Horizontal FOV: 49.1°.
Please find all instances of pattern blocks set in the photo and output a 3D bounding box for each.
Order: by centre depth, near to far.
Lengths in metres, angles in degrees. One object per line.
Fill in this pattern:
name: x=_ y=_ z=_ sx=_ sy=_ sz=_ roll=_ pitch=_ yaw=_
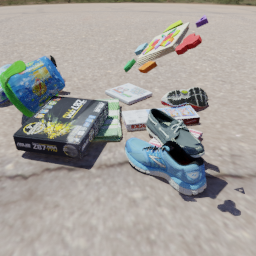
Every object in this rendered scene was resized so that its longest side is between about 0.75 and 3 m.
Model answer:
pattern blocks set: x=0.826 y=-1.981 z=6.616 sx=2.267 sy=0.184 sz=1.993 roll=-19 pitch=33 yaw=40

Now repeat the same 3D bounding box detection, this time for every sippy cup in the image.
sippy cup: x=-3.621 y=-1.753 z=11.045 sx=1.913 sy=2.050 sz=2.611 roll=-32 pitch=19 yaw=2

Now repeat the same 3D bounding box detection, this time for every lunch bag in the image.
lunch bag: x=-5.634 y=-2.022 z=12.815 sx=1.564 sy=0.802 sz=1.945 roll=24 pitch=59 yaw=30

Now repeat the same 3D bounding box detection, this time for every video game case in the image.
video game case: x=0.029 y=-1.649 z=13.269 sx=1.544 sy=0.201 sz=1.696 roll=-25 pitch=38 yaw=-35

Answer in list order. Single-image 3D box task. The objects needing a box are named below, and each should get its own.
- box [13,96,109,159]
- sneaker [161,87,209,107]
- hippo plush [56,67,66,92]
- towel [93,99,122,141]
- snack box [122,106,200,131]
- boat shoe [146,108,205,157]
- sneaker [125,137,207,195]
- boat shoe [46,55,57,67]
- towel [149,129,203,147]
box: x=-2.159 y=-0.140 z=9.717 sx=2.297 sy=0.700 sz=2.850 roll=9 pitch=34 yaw=13
sneaker: x=2.426 y=-1.266 z=12.050 sx=2.244 sy=0.864 sz=0.953 roll=0 pitch=-7 yaw=-23
hippo plush: x=-3.877 y=-2.161 z=13.049 sx=1.627 sy=1.296 sz=1.309 roll=16 pitch=37 yaw=14
towel: x=-1.386 y=-0.362 z=10.978 sx=2.245 sy=0.344 sz=2.943 roll=-2 pitch=32 yaw=-1
snack box: x=1.266 y=-0.413 z=11.008 sx=2.896 sy=0.352 sz=1.041 roll=-6 pitch=31 yaw=-9
boat shoe: x=1.456 y=0.106 z=9.171 sx=0.966 sy=0.820 sz=2.653 roll=-17 pitch=31 yaw=-25
sneaker: x=1.081 y=0.765 z=8.132 sx=2.737 sy=1.231 sz=1.073 roll=22 pitch=37 yaw=33
boat shoe: x=-4.936 y=-2.670 z=14.437 sx=2.882 sy=1.076 sz=1.337 roll=-23 pitch=-7 yaw=-5
towel: x=1.625 y=0.446 z=9.684 sx=1.336 sy=0.273 sz=1.826 roll=17 pitch=34 yaw=31
